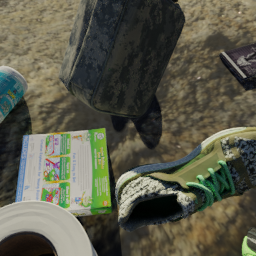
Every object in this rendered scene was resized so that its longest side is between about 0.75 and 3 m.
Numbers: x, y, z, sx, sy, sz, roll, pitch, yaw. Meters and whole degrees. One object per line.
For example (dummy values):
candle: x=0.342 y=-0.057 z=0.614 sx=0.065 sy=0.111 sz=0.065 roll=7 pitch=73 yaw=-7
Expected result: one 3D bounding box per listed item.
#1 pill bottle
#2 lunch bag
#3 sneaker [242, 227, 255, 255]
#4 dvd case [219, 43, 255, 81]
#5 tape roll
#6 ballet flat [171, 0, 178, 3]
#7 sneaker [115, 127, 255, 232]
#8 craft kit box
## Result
pill bottle: x=-4.162 y=-0.884 z=8.762 sx=1.140 sy=1.140 sz=2.058 roll=18 pitch=57 yaw=12
lunch bag: x=-0.410 y=-1.973 z=6.604 sx=2.003 sy=2.875 sz=2.412 roll=5 pitch=21 yaw=-48
sneaker: x=3.917 y=2.775 z=6.319 sx=2.513 sy=0.965 sz=1.053 roll=9 pitch=60 yaw=5
dvd case: x=4.674 y=-2.560 z=10.529 sx=2.004 sy=0.160 sz=1.490 roll=-18 pitch=57 yaw=-12
tape roll: x=-1.896 y=3.030 z=5.597 sx=2.660 sy=1.827 sz=2.660 roll=0 pitch=55 yaw=0
ballet flat: x=1.525 y=-5.952 z=12.841 sx=1.609 sy=0.457 sz=0.535 roll=14 pitch=80 yaw=16
sneaker: x=1.021 y=0.901 z=4.034 sx=2.776 sy=1.068 sz=1.230 roll=-25 pitch=11 yaw=14
craft kit box: x=-1.713 y=1.203 z=7.682 sx=2.400 sy=0.589 sz=2.430 roll=-6 pitch=55 yaw=-1
